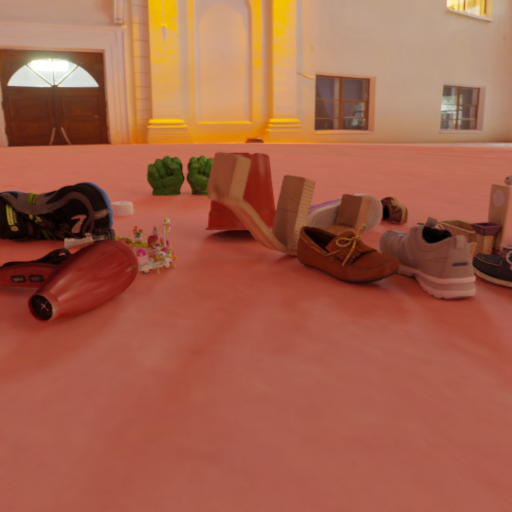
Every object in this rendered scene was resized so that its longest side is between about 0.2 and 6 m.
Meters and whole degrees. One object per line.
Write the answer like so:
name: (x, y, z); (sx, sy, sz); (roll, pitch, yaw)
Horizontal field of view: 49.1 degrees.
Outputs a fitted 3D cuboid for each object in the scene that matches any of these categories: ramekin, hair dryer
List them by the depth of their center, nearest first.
hair dryer: (-3.136, 0.413, 8.853); (2.559, 0.913, 3.360); (-22, 16, -18)
ramekin: (-3.838, -1.348, 15.951); (0.679, 0.331, 0.679); (0, 15, 0)

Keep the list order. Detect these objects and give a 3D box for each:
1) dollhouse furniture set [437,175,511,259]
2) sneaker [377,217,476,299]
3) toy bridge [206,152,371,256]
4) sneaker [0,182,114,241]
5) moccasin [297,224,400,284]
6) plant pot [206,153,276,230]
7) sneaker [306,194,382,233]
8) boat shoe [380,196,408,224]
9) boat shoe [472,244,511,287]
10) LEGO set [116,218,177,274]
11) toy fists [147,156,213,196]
dollhouse furniture set: (4.375, -0.943, 11.783); (1.835, 1.643, 2.316); (-4, 15, -16)
sneaker: (3.015, -0.168, 9.818); (1.029, 1.129, 2.754); (-3, 15, -13)
toy bridge: (0.707, -0.809, 11.098); (0.623, 1.540, 4.580); (17, 6, 42)
sneaker: (-4.765, -0.817, 12.325); (3.787, 1.342, 1.569); (0, 20, 23)
moccasin: (1.574, -0.104, 9.925); (0.832, 0.879, 2.276); (-17, 22, -26)
plant pot: (-0.330, -1.469, 13.030); (1.768, 1.719, 1.768); (-2, 3, 0)
sneaker: (1.769, -1.038, 13.633); (2.639, 0.956, 1.504); (-10, 14, -35)
boat shoe: (3.505, -1.224, 15.031); (0.597, 0.599, 1.660); (-3, 20, -7)
boat shoe: (4.518, 0.217, 9.134); (0.891, 0.736, 2.379); (-6, 16, -22)
LEGO set: (-2.134, -0.335, 11.035); (1.047, 0.847, 2.276); (-8, 16, -27)
toy fists: (-2.462, -2.793, 19.457); (2.647, 1.350, 0.910); (-1, 14, -2)
